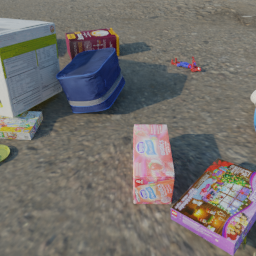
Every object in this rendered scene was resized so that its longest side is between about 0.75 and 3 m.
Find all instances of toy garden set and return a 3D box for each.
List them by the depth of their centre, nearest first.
[{"bbox_3d":[2.879,2.714,5.784,1.593,0.381,1.911,2,41,13],"label":"toy garden set"}]

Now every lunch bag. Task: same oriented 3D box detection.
[{"bbox_3d":[-1.253,-1.776,10.619,1.793,1.746,2.639,0,37,24],"label":"lunch bag"}]

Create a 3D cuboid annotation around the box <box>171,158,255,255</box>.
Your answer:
[{"bbox_3d":[2.259,1.675,6.577,1.517,0.433,2.217,22,42,37],"label":"box"}]

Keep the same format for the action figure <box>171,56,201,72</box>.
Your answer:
[{"bbox_3d":[2.816,-3.149,13.246,1.553,0.769,0.507,32,48,31],"label":"action figure"}]

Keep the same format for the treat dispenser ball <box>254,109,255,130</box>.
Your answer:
[{"bbox_3d":[4.940,-0.262,8.085,2.381,2.381,2.381,0,37,0],"label":"treat dispenser ball"}]

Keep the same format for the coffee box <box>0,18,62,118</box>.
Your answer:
[{"bbox_3d":[-4.455,-2.315,10.200,2.764,2.738,2.769,12,31,21],"label":"coffee box"}]

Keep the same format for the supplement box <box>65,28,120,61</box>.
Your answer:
[{"bbox_3d":[-1.833,-4.314,14.443,2.526,1.082,1.394,-11,39,-14],"label":"supplement box"}]

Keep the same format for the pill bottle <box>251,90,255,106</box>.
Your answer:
[{"bbox_3d":[5.145,-0.884,10.242,0.748,0.748,1.285,-10,38,-13],"label":"pill bottle"}]

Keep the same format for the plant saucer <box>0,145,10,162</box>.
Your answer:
[{"bbox_3d":[-4.010,0.821,8.509,0.830,0.129,0.830,0,38,0],"label":"plant saucer"}]

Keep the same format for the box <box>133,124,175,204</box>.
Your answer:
[{"bbox_3d":[0.637,0.911,7.613,0.990,1.073,2.090,1,38,1],"label":"box"}]

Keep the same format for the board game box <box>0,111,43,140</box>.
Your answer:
[{"bbox_3d":[-4.022,-0.135,9.597,1.840,0.315,1.237,3,37,4],"label":"board game box"}]
